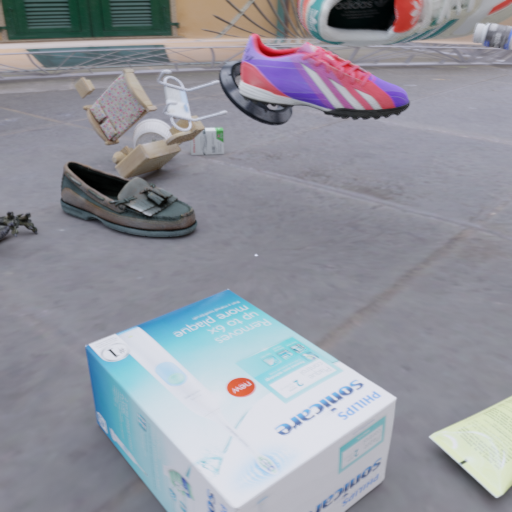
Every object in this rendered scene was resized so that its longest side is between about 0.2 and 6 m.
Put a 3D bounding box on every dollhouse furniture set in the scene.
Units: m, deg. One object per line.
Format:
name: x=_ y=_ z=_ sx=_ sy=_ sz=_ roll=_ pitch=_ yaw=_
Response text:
dollhouse furniture set: x=-3.065 y=-3.396 z=12.928 sx=2.474 sy=2.901 sz=1.417 roll=-32 pitch=2 yaw=32

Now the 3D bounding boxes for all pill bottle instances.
pill bottle: x=3.218 y=-2.967 z=7.557 sx=0.511 sy=0.291 sz=0.291 roll=19 pitch=31 yaw=22

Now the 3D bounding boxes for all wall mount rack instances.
wall mount rack: x=-0.967 y=-2.329 z=8.293 sx=0.918 sy=0.394 sz=1.056 roll=4 pitch=60 yaw=-33

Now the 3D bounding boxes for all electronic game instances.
electronic game: x=0.011 y=-3.267 z=11.211 sx=1.678 sy=0.349 sz=1.678 roll=21 pitch=46 yaw=-24

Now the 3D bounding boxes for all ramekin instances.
ramekin: x=-2.598 y=-2.857 z=14.148 sx=1.092 sy=1.092 sz=0.509 roll=0 pitch=38 yaw=-1

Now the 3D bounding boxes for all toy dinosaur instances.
toy dinosaur: x=-4.690 y=-0.469 z=9.681 sx=1.421 sy=0.765 sz=3.224 roll=-9 pitch=23 yaw=-3

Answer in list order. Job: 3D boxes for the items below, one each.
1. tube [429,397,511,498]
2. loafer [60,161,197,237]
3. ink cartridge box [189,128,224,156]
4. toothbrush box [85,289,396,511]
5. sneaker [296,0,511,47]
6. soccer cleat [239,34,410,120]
tube: x=2.785 y=1.648 z=5.634 sx=2.107 sy=0.547 sz=0.611 roll=-18 pitch=-8 yaw=-26
loafer: x=-2.536 y=-1.103 z=10.605 sx=3.095 sy=0.973 sz=1.112 roll=13 pitch=29 yaw=24
ink cartridge box: x=-1.329 y=-3.051 z=14.928 sx=0.906 sy=0.664 sz=0.376 roll=-3 pitch=25 yaw=-8
toothbrush box: x=-0.233 y=1.479 z=5.295 sx=1.791 sy=1.043 sz=2.447 roll=-20 pitch=34 yaw=-34
sneaker: x=2.316 y=-3.486 z=7.895 sx=3.439 sy=1.211 sz=1.608 roll=-4 pitch=35 yaw=3
soccer cleat: x=1.167 y=-3.047 z=9.580 sx=2.977 sy=1.090 sz=1.015 roll=12 pitch=30 yaw=11
